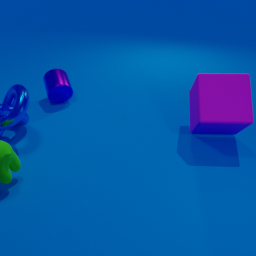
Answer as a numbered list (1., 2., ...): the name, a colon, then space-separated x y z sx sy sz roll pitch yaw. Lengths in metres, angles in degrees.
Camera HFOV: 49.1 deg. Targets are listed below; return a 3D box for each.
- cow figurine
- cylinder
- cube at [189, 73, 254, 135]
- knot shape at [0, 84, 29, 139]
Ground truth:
1. cow figurine: -3.233 0.412 5.888 1.648 1.622 0.905 -2 33 14
2. cylinder: -2.341 -1.404 9.377 0.842 0.842 0.842 -12 55 -18
3. cube: 2.372 -0.587 7.375 1.286 1.286 1.286 1 76 2
4. knot shape: -3.351 -0.252 7.419 2.002 0.925 1.873 -41 6 -10
